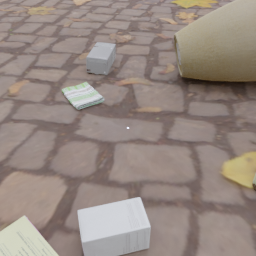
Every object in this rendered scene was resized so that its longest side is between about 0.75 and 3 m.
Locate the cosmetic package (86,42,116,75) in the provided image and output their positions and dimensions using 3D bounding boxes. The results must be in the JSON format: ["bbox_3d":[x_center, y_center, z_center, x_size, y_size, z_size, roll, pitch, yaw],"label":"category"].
[{"bbox_3d":[-0.918,-2.442,9.774,0.755,0.638,1.414,8,35,4],"label":"cosmetic package"}]

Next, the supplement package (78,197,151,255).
[{"bbox_3d":[-0.230,1.627,4.499,1.049,0.613,0.615,-9,38,-12],"label":"supplement package"}]

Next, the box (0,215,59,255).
[{"bbox_3d":[-1.657,2.087,3.911,1.095,0.602,1.245,30,46,33],"label":"box"}]

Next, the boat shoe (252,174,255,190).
[{"bbox_3d":[3.078,0.599,5.780,0.629,0.669,1.757,18,41,22],"label":"boat shoe"}]

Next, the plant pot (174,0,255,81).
[{"bbox_3d":[2.949,-2.532,8.600,2.871,2.689,2.689,-11,37,7],"label":"plant pot"}]

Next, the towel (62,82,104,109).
[{"bbox_3d":[-1.346,-0.990,8.240,0.900,0.185,1.207,-20,42,-25],"label":"towel"}]
